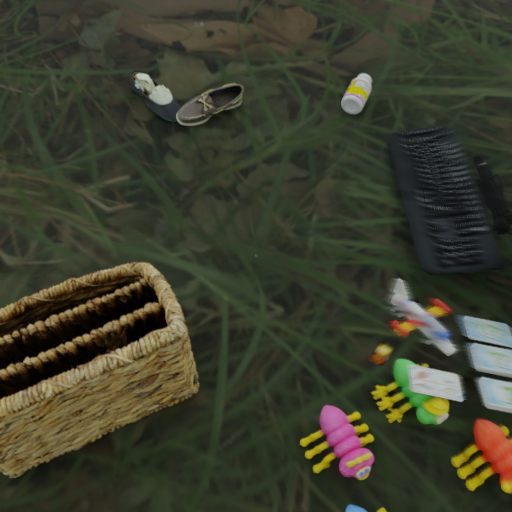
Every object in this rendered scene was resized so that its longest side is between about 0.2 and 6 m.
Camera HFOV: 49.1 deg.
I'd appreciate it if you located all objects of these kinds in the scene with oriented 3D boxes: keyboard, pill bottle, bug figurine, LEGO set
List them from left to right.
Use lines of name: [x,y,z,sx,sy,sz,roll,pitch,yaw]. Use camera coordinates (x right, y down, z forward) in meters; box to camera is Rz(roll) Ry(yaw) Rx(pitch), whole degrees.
pill bottle: [2.331,-3.732,12.830,0.502,0.502,0.963,21,60,12]
bug figurine: [2.332,3.081,8.363,3.547,0.913,2.751,-27,62,-15]
LEGO set: [3.135,1.421,9.045,2.584,0.634,1.931,12,41,-2]
keyboard: [3.901,-1.376,10.965,2.002,0.762,3.847,-4,53,1]

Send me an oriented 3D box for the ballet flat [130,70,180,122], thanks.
ballet flat: [-2.330,-3.713,12.774,0.620,0.620,1.697,-37,65,-20]

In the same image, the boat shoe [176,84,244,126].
boat shoe: [-1.023,-3.423,12.569,1.644,0.489,0.591,-24,86,-15]

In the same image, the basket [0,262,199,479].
basket: [-2.861,1.323,8.476,3.465,2.582,2.473,-22,61,-12]
